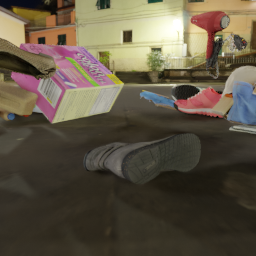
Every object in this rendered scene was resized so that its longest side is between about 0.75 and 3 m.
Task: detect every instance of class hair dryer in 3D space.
[{"bbox_3d":[2.776,-3.039,9.486,0.642,2.365,1.801,-7,-26,-32],"label":"hair dryer"}]

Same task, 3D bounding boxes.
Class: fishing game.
[{"bbox_3d":[1.296,-1.068,11.454,1.795,0.390,2.507,11,17,-17],"label":"fishing game"}]

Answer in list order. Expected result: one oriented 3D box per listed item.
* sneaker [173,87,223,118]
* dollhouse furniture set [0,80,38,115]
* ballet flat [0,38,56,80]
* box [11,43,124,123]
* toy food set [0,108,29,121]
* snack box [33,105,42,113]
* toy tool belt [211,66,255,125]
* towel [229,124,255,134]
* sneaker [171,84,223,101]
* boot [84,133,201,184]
[{"bbox_3d":[2.656,-0.958,9.788,2.265,0.982,0.835,11,15,40],"label":"sneaker"},{"bbox_3d":[-4.134,-0.960,8.459,2.576,2.041,1.828,21,25,-16],"label":"dollhouse furniture set"},{"bbox_3d":[-2.115,-1.194,5.024,0.667,0.459,1.979,-19,-13,33],"label":"ballet flat"},{"bbox_3d":[-1.900,-1.539,9.096,2.297,1.262,2.611,45,33,21],"label":"box"},{"bbox_3d":[-3.933,-0.801,8.313,0.871,0.924,1.935,22,-21,39],"label":"toy food set"},{"bbox_3d":[-2.749,-1.067,10.884,2.459,0.832,2.074,10,14,38],"label":"snack box"},{"bbox_3d":[3.536,-0.607,6.798,2.664,1.664,1.637,6,32,30],"label":"toy tool belt"},{"bbox_3d":[3.064,0.001,7.020,0.775,0.139,0.805,-10,14,-43],"label":"towel"},{"bbox_3d":[2.822,-1.327,12.083,2.606,0.918,1.219,4,4,-23],"label":"sneaker"},{"bbox_3d":[0.246,0.349,4.138,1.624,0.567,1.069,-3,5,-41],"label":"boot"}]
